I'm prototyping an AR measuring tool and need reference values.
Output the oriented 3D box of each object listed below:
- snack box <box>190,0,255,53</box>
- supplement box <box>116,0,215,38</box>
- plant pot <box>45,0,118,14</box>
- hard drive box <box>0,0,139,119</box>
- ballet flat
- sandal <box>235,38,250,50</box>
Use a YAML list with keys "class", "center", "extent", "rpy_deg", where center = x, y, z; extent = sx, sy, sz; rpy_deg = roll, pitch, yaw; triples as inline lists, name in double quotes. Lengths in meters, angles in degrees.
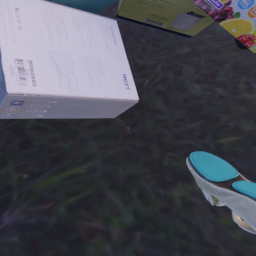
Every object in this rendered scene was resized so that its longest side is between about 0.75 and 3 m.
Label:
- class: "snack box"
  center: [2.253, -2.305, 4.716]
  extent: [2.196, 1.561, 0.582]
  rpy_deg: [17, 57, -36]
- class: "supplement box"
  center: [1.025, -3.262, 6.300]
  extent: [2.136, 2.134, 1.434]
  rpy_deg: [11, 89, -11]
- class: "plant pot"
  center: [-2.021, -2.879, 5.703]
  extent: [2.776, 1.962, 1.961]
  rpy_deg: [-30, 85, 22]
- class: "hard drive box"
  center: [-1.139, -1.139, 4.890]
  extent: [2.345, 0.900, 1.827]
  rpy_deg: [-1, 69, -39]
- class: "ballet flat"
  center: [1.316, 0.855, 3.589]
  extent: [0.627, 0.627, 1.805]
  rpy_deg: [-23, 22, -14]
- class: "sandal"
  center: [2.841, -3.213, 6.708]
  extent: [0.618, 0.970, 2.580]
  rpy_deg: [-7, 93, -33]
